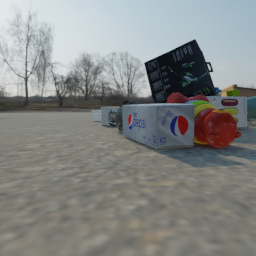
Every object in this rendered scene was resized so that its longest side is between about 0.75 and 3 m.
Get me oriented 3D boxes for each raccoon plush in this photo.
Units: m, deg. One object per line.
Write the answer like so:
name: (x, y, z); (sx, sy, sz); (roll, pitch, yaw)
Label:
raccoon plush: (0.515, -0.373, 9.812); (2.291, 1.108, 1.535); (0, 12, -3)

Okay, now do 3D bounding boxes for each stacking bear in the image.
stacking bear: (1.680, -0.124, 6.179); (1.114, 1.043, 1.834); (3, 13, -16)

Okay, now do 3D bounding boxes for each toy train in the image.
toy train: (4.644, -0.920, 12.250); (2.909, 1.683, 1.231); (-1, 5, -7)

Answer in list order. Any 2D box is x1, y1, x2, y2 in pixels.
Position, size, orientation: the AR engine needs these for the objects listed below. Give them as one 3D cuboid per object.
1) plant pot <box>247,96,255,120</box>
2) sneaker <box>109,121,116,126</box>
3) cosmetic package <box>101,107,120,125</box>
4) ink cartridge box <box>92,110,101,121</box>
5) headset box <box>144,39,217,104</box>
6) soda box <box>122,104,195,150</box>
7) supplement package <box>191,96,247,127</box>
plant pot: (7.978, -1.205, 16.892); (1.830, 1.868, 1.868); (-8, 2, 15)
sneaker: (-0.239, -0.355, 12.457); (1.283, 0.531, 0.460); (-1, 4, -20)
cosmetic package: (-0.718, -0.617, 13.883); (1.217, 0.855, 2.399); (0, 3, -5)
ink cartridge box: (-1.293, -0.787, 17.462); (1.636, 0.677, 1.198); (-4, 6, -45)
headset box: (2.188, -2.072, 11.505); (2.518, 2.192, 1.168); (-22, -24, 23)
soda box: (0.579, -0.128, 6.603); (0.824, 0.887, 2.599); (-3, 4, -16)
supplement package: (3.292, -0.585, 10.641); (2.107, 1.198, 1.154); (-3, 2, -19)
